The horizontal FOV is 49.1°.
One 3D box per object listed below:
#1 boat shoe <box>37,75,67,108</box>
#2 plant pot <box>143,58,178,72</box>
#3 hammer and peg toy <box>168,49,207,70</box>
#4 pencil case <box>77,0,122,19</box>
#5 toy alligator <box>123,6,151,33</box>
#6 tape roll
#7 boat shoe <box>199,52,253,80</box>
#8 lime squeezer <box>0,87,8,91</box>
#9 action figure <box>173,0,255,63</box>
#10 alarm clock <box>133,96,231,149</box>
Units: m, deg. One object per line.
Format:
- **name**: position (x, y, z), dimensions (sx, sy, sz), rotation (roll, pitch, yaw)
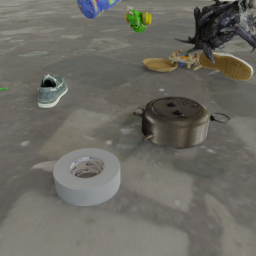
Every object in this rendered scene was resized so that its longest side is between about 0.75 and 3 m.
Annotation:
- **boat shoe**: position (-2.598, -1.460, 9.641), dimensions (0.811, 0.688, 2.227), rotation (0, 30, 0)
- **plant pot**: position (1.405, -2.760, 12.275), dimensions (1.522, 0.209, 1.522), rotation (3, 30, -2)
- **hammer and peg toy**: position (2.696, -3.036, 12.388), dimensions (1.574, 0.555, 1.158), rotation (20, 31, 26)
- **pencil case**: position (-0.465, -3.689, 7.433), dimensions (1.911, 0.830, 0.746), rotation (-41, 69, -18)
- **toy alligator**: position (0.159, -2.024, 5.334), dimensions (0.402, 0.368, 1.357), rotation (7, 16, 16)
- **tape roll**: position (-0.825, 0.962, 5.743), dimensions (1.341, 0.443, 1.341), rotation (-1, 30, 0)
- **boat shoe**: position (4.094, -2.661, 11.439), dimensions (0.825, 0.843, 2.381), rotation (-23, 44, -35)
- **lime squeezer**: position (-4.814, -1.138, 9.475), dimensions (0.616, 0.329, 1.743), rotation (5, 30, 9)
- **action figure**: position (2.507, -2.253, 5.869), dimensions (3.000, 1.531, 1.783), rotation (-29, 46, 37)
- **alarm clock**: position (1.511, -0.253, 7.505), dimensions (2.599, 0.865, 1.753), rotation (-2, 30, -10)
